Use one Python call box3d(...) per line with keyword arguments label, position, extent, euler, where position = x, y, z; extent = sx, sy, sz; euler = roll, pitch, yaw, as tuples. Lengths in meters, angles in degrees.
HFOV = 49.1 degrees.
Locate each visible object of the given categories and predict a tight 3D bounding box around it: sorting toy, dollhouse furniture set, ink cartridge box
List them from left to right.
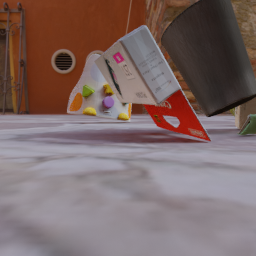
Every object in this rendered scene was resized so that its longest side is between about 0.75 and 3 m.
box3d(label="sorting toy", position=(-0.875, -1.638, 11.462), extent=(2.775, 2.498, 1.482), euler=(7, 0, -19))
box3d(label="ink cartridge box", position=(0.274, -0.590, 4.983), extent=(0.493, 1.966, 2.266), euler=(-34, 13, -9))
box3d(label="dollhouse furniture set", position=(2.574, -0.222, 5.070), extent=(0.593, 1.187, 0.458), euler=(-8, 42, -34))

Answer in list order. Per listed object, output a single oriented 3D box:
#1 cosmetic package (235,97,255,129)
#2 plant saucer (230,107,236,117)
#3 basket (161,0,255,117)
box3d(label="cosmetic package", position=(4.039, -0.597, 7.004), extent=(2.482, 1.285, 0.907), euler=(0, 7, 15))
box3d(label="plant saucer", position=(4.130, -0.740, 8.919), extent=(1.793, 1.793, 0.279), euler=(1, 39, 23))
box3d(label="basket", position=(1.907, -1.463, 6.293), extent=(1.470, 2.161, 1.949), euler=(-17, -12, -29))
